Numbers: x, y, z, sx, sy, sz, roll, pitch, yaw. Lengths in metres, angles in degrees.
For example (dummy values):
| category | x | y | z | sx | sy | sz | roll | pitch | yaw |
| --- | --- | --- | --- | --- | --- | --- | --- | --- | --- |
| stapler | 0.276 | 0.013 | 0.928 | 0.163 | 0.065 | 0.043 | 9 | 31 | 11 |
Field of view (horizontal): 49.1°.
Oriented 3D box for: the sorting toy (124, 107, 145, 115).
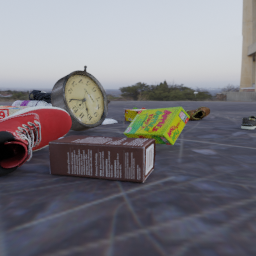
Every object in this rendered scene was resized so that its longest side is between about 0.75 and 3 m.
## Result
| category | x | y | z | sx | sy | sz | roll | pitch | yaw |
| --- | --- | --- | --- | --- | --- | --- | --- | --- | --- |
| sorting toy | 0.388 | -0.825 | 15.786 | 1.553 | 0.539 | 0.535 | -4 | -16 | -42 |

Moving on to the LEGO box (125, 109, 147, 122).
| category | x | y | z | sx | sy | sz | roll | pitch | yaw |
| --- | --- | --- | --- | --- | --- | --- | --- | --- | --- |
| LEGO box | 0.594 | -0.551 | 12.629 | 1.021 | 0.529 | 1.371 | -3 | 8 | -26 |

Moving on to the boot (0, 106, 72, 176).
| category | x | y | z | sx | sy | sz | roll | pitch | yaw |
| --- | --- | --- | --- | --- | --- | --- | --- | --- | --- |
| boot | -1.781 | 0.197 | 5.100 | 1.855 | 0.931 | 2.571 | 7 | 18 | 43 |

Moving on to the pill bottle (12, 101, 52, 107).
| category | x | y | z | sx | sy | sz | roll | pitch | yaw |
| --- | --- | --- | --- | --- | --- | --- | --- | --- | --- |
| pill bottle | -3.866 | -0.655 | 11.663 | 1.732 | 0.972 | 0.972 | 2 | 7 | 11 |

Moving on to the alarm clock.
| category | x | y | z | sx | sy | sz | roll | pitch | yaw |
| --- | --- | --- | --- | --- | --- | --- | --- | --- | --- |
| alarm clock | -1.650 | -0.669 | 8.712 | 0.910 | 1.844 | 2.734 | -17 | 26 | 35 |

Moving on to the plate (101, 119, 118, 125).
| category | x | y | z | sx | sy | sz | roll | pitch | yaw |
| --- | --- | --- | --- | --- | --- | --- | --- | --- | --- |
| plate | -1.167 | -0.290 | 11.984 | 1.092 | 0.176 | 1.090 | 4 | 7 | 31 |

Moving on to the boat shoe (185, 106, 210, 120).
| category | x | y | z | sx | sy | sz | roll | pitch | yaw |
| --- | --- | --- | --- | --- | --- | --- | --- | --- | --- |
| boat shoe | 3.461 | -0.641 | 13.484 | 1.712 | 0.616 | 0.582 | -16 | 19 | -33 |

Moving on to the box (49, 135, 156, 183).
| category | x | y | z | sx | sy | sz | roll | pitch | yaw |
| --- | --- | --- | --- | --- | --- | --- | --- | --- | --- |
| box | -0.385 | 0.441 | 4.376 | 1.508 | 0.565 | 0.755 | 4 | 8 | 17 |

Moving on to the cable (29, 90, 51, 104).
| category | x | y | z | sx | sy | sz | roll | pitch | yaw |
| --- | --- | --- | --- | --- | --- | --- | --- | --- | --- |
| cable | -2.886 | -1.044 | 12.486 | 2.190 | 0.682 | 2.684 | -4 | -23 | 36 |

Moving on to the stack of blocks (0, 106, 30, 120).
| category | x | y | z | sx | sy | sz | roll | pitch | yaw |
| --- | --- | --- | --- | --- | --- | --- | --- | --- | --- |
| stack of blocks | -3.998 | -0.283 | 9.130 | 1.615 | 0.822 | 2.805 | -7 | 9 | -44 |

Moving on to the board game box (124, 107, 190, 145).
| category | x | y | z | sx | sy | sz | roll | pitch | yaw |
| --- | --- | --- | --- | --- | --- | --- | --- | --- | --- |
| board game box | 0.628 | -0.052 | 6.617 | 0.373 | 0.795 | 1.565 | 45 | -22 | -24 |

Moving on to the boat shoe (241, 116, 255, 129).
| category | x | y | z | sx | sy | sz | roll | pitch | yaw |
| --- | --- | --- | --- | --- | --- | --- | --- | --- | --- |
| boat shoe | 4.599 | -0.228 | 10.349 | 0.514 | 0.434 | 1.442 | 6 | 9 | 39 |
